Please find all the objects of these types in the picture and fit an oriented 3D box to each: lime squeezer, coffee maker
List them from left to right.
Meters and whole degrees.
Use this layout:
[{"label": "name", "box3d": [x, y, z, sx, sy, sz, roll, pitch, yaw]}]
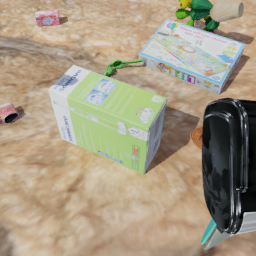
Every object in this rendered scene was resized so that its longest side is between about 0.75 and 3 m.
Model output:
[{"label": "lime squeezer", "box3d": [-0.411, -1.856, 9.058, 1.803, 0.340, 0.637, -35, 75, -15]}, {"label": "coffee maker", "box3d": [2.164, 0.143, 3.471, 2.323, 1.565, 2.232, 2, 70, -3]}]

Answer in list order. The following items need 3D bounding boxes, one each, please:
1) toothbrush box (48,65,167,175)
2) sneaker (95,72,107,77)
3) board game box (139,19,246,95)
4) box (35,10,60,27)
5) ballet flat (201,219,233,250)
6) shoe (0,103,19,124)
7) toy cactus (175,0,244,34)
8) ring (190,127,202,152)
[{"label": "toothbrush box", "box3d": [-0.459, -0.180, 6.690, 2.458, 1.790, 1.058, 20, 53, 16]}, {"label": "sneaker", "box3d": [-1.033, -1.527, 8.593, 1.263, 0.501, 0.467, 18, 64, 29]}, {"label": "board game box", "box3d": [2.064, -2.425, 9.193, 2.850, 0.488, 1.916, 27, 67, 21]}, {"label": "box", "box3d": [-3.177, -4.348, 11.084, 0.888, 0.420, 0.456, -9, 51, -7]}, {"label": "ballet flat", "box3d": [2.300, 1.619, 5.863, 0.741, 0.784, 2.327, 29, 56, 13]}, {"label": "shoe", "box3d": [-3.582, -0.288, 7.692, 1.106, 0.395, 0.503, -30, 53, -27]}, {"label": "toy cactus", "box3d": [2.484, -3.741, 9.214, 2.390, 2.896, 1.481, 16, 75, 41]}, {"label": "ring", "box3d": [2.491, 0.415, 6.688, 2.016, 0.193, 2.016, 10, 26, -5]}]
